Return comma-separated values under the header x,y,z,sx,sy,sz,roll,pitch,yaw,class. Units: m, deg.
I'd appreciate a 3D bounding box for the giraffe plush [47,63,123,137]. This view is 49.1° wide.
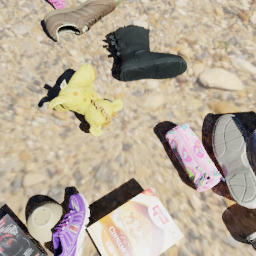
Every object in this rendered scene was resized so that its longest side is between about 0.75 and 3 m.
x,y,z,sx,sy,sz,roll,pitch,yaw,class
-1.113,-0.713,8.225,1.696,2.091,1.805,39,98,-7,giraffe plush

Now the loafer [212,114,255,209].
x,y,z,sx,sy,sz,roll,pitch,yaw,class
3.028,0.913,7.822,0.970,0.848,2.698,-20,53,25,loafer

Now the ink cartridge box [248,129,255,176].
x,y,z,sx,sy,sz,roll,pitch,yaw,class
4.292,1.088,7.230,1.525,1.486,2.372,-5,61,-3,ink cartridge box

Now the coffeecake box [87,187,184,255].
x,y,z,sx,sy,sz,roll,pitch,yaw,class
0.171,2.593,6.869,1.849,0.675,1.419,-30,67,-15,coffeecake box

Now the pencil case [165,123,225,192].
x,y,z,sx,sy,sz,roll,pitch,yaw,class
1.806,0.806,7.775,0.842,0.842,1.926,-22,63,-11,pencil case

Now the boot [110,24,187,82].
x,y,z,sx,sy,sz,roll,pitch,yaw,class
0.656,-2.640,9.620,2.440,0.903,1.999,-7,61,-1,boot

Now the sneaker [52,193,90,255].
x,y,z,sx,sy,sz,roll,pitch,yaw,class
-1.434,2.421,6.790,0.745,0.720,1.786,27,52,-30,sneaker

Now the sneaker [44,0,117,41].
x,y,z,sx,sy,sz,roll,pitch,yaw,class
-1.633,-3.999,10.448,2.797,0.985,1.057,-20,82,-6,sneaker

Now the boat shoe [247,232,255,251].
x,y,z,sx,sy,sz,roll,pitch,yaw,class
4.330,2.687,6.667,2.894,1.040,0.861,-4,58,-9,boat shoe

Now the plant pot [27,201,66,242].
x,y,z,sx,sy,sz,roll,pitch,yaw,class
-2.087,2.295,7.040,1.013,0.680,1.013,1,62,-1,plant pot

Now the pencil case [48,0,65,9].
x,y,z,sx,sy,sz,roll,pitch,yaw,class
-2.984,-5.141,11.211,0.458,0.443,0.977,-46,68,-3,pencil case

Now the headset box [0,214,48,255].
x,y,z,sx,sy,sz,roll,pitch,yaw,class
-2.902,2.949,6.750,1.539,0.577,1.144,38,68,18,headset box
